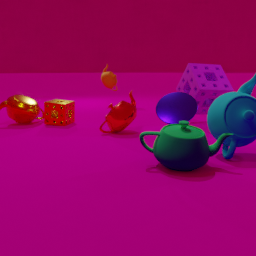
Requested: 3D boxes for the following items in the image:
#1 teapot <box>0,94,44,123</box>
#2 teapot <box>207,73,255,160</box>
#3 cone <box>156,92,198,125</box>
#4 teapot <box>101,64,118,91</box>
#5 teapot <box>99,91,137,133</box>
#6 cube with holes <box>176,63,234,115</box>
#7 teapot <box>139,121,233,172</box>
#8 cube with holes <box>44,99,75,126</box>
[{"bbox_3d":[-3.574,-0.575,9.287,1.773,0.868,1.102,12,21,-42],"label":"teapot"},{"bbox_3d":[2.347,-0.262,5.878,1.204,1.936,0.948,20,-6,-1],"label":"teapot"},{"bbox_3d":[1.397,-0.229,7.846,1.105,1.109,1.105,-7,53,10],"label":"cone"},{"bbox_3d":[-0.869,-2.380,13.395,0.670,1.367,0.850,-26,-2,23],"label":"teapot"},{"bbox_3d":[-0.223,-0.429,8.107,1.590,0.779,0.989,-47,10,-18],"label":"teapot"},{"bbox_3d":[2.475,-1.266,9.240,1.180,1.180,1.180,-1,53,-16],"label":"cube with holes"},{"bbox_3d":[1.074,0.284,5.284,1.728,0.846,1.074,4,20,2],"label":"teapot"},{"bbox_3d":[-2.269,-0.519,9.335,0.740,0.740,0.740,7,15,13],"label":"cube with holes"}]
